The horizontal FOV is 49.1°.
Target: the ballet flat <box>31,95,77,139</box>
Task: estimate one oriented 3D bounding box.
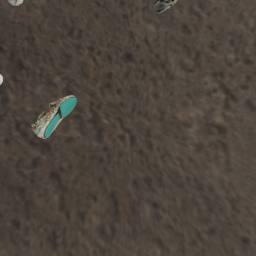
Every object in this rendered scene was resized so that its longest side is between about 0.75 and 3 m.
[{"bbox_3d":[-1.641,-0.329,6.174,0.434,0.513,1.357,20,46,13],"label":"ballet flat"}]

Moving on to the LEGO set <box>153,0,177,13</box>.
[{"bbox_3d":[1.272,-3.669,7.085,2.500,1.624,0.709,-17,56,0],"label":"LEGO set"}]

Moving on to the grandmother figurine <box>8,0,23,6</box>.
[{"bbox_3d":[-2.989,-3.349,6.405,1.034,1.705,0.516,-17,83,14],"label":"grandmother figurine"}]

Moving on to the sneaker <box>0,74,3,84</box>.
[{"bbox_3d":[-3.017,-0.718,4.973,0.640,1.706,0.985,3,84,27],"label":"sneaker"}]
